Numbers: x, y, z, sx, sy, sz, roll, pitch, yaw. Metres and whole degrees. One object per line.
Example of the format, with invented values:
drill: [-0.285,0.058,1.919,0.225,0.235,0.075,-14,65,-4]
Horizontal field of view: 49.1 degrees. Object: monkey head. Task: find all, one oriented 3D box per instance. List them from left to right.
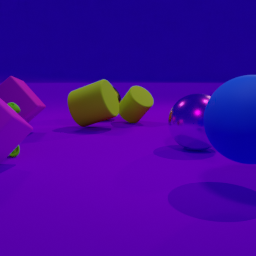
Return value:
monkey head: [-2.444,-0.022,5.394,1.249,0.753,0.899,35,59,29]

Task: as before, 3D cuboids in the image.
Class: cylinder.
cylinder: [-0.976,-0.700,8.067,1.108,1.108,1.108,-17,4,20]
cylinder: [0.233,-0.753,9.049,0.881,0.881,0.881,-9,-29,-41]

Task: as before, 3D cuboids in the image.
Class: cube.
cube: [-2.210,-0.031,4.436,0.839,0.839,0.839,40,-9,9]
cube: [-2.879,-0.603,7.186,0.967,0.967,0.967,-41,4,-2]

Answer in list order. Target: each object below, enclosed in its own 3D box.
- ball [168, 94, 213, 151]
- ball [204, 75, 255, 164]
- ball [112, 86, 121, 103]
ball: [1.394,-0.116,5.674,1.155,1.155,1.155,0,10,0]
ball: [1.517,-0.102,3.502,1.106,1.106,1.106,0,10,0]
ball: [-0.856,-0.922,9.867,1.264,1.264,1.264,0,10,0]
